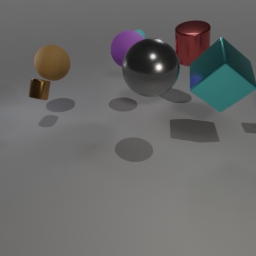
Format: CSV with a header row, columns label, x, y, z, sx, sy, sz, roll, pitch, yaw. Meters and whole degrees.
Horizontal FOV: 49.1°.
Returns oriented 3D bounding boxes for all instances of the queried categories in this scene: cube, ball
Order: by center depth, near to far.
label,x,y,z,sx,sy,sz,roll,pitch,yaw
ball,0.550,-1.453,6.825,1.400,1.400,1.400,0,31,0
cube,2.916,-1.637,8.776,1.400,1.400,1.400,31,45,-21
ball,0.038,-2.977,10.674,1.400,1.400,1.400,0,31,0
ball,-3.007,-2.591,11.168,1.400,1.400,1.400,0,31,0

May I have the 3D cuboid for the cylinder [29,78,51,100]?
label,x,y,z,sx,sy,sz,roll,pitch,yaw
cylinder,-3.259,-1.433,10.328,0.700,0.700,0.700,11,8,-2

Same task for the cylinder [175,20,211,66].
label,x,y,z,sx,sy,sz,roll,pitch,yaw
cylinder,2.666,-3.495,11.572,1.400,1.400,1.400,-7,41,6

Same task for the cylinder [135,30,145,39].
label,x,y,z,sx,sy,sz,roll,pitch,yaw
cylinder,0.449,-4.702,14.723,0.700,0.700,0.700,17,48,26
